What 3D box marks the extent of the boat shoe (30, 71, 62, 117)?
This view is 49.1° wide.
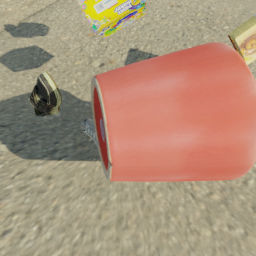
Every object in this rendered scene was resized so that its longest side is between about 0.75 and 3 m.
[{"bbox_3d":[-1.807,-0.609,6.014,0.564,1.715,0.613,-30,83,-20],"label":"boat shoe"}]

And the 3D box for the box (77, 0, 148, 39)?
[{"bbox_3d":[-0.315,-2.944,6.831,1.363,0.831,1.313,-28,7,10],"label":"box"}]

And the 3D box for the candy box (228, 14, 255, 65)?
[{"bbox_3d":[3.757,-2.668,7.714,1.708,0.986,0.472,-35,36,12],"label":"candy box"}]

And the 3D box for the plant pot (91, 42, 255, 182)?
[{"bbox_3d":[0.574,-0.142,4.877,2.203,2.490,2.490,-9,44,-11],"label":"plant pot"}]

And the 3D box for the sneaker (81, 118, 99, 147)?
[{"bbox_3d":[-0.783,0.092,6.190,0.537,0.442,1.168,21,11,-22],"label":"sneaker"}]
